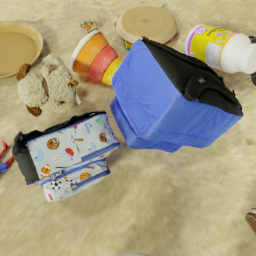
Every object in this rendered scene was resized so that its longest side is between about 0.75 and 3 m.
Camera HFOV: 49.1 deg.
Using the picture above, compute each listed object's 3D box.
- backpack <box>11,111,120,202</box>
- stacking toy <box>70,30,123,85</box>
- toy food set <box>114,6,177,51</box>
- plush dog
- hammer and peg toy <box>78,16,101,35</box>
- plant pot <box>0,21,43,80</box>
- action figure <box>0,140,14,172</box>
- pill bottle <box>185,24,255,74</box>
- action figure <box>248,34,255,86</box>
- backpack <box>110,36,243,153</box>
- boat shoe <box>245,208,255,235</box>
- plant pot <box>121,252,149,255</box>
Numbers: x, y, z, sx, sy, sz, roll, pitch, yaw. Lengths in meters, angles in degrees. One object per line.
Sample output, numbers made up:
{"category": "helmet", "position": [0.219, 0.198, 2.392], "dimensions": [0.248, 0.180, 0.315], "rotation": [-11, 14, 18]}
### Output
{"category": "backpack", "position": [-1.249, 0.570, 6.256], "dimensions": [2.168, 2.276, 1.753], "rotation": [-30, 94, -18]}
{"category": "stacking toy", "position": [-0.586, -1.808, 8.578], "dimensions": [2.069, 1.512, 1.512], "rotation": [39, 62, 2]}
{"category": "toy food set", "position": [0.640, -3.633, 10.058], "dimensions": [2.223, 0.546, 2.246], "rotation": [-5, 56, -3]}
{"category": "plush dog", "position": [-2.108, -1.013, 7.226], "dimensions": [1.403, 1.634, 1.311], "rotation": [-19, 18, -24]}
{"category": "hammer and peg toy", "position": [-1.387, -3.796, 10.337], "dimensions": [0.793, 0.279, 0.583], "rotation": [-37, 62, -23]}
{"category": "plant pot", "position": [-4.284, -2.587, 9.440], "dimensions": [2.900, 0.398, 2.900], "rotation": [0, 56, 0]}
{"category": "action figure", "position": [-3.559, 1.090, 6.585], "dimensions": [0.677, 1.026, 2.073], "rotation": [24, 62, 16]}
{"category": "pill bottle", "position": [2.858, -2.348, 8.442], "dimensions": [1.144, 1.144, 2.195], "rotation": [-33, 43, -20]}
{"category": "action figure", "position": [3.992, -2.253, 8.744], "dimensions": [0.671, 1.258, 1.934], "rotation": [26, 51, -26]}
{"category": "backpack", "position": [1.158, -0.616, 6.962], "dimensions": [2.825, 2.371, 2.296], "rotation": [5, 49, -38]}
{"category": "boat shoe", "position": [3.158, 2.647, 5.622], "dimensions": [0.807, 0.806, 2.181], "rotation": [-35, 62, -15]}
{"category": "plant pot", "position": [0.142, 2.864, 4.955], "dimensions": [1.521, 1.624, 1.521], "rotation": [0, 55, 0]}
